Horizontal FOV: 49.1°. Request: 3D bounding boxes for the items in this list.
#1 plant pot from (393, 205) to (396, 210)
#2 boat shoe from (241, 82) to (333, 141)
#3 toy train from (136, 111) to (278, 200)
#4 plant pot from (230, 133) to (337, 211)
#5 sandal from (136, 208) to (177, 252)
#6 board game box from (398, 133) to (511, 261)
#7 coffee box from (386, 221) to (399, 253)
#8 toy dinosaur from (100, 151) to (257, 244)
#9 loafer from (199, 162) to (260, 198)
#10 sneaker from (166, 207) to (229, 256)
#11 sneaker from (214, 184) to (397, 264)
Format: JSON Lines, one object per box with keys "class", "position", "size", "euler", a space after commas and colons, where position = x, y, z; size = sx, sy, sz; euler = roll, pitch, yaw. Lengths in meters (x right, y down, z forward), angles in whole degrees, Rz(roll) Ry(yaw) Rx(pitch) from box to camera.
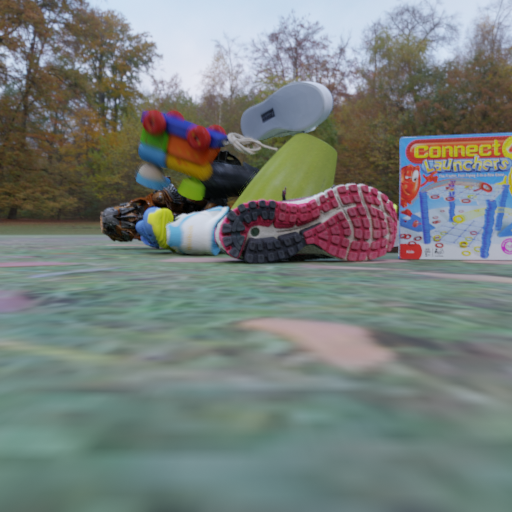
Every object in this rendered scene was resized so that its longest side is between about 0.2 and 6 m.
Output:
{"class": "plant pot", "position": [2.499, -0.612, 11.918], "size": [0.953, 0.865, 0.948], "euler": [0, 12, 16]}
{"class": "boat shoe", "position": [0.748, -2.529, 10.045], "size": [0.991, 0.859, 2.326], "euler": [-14, 4, -34]}
{"class": "toy train", "position": [-0.944, -1.578, 9.757], "size": [2.386, 1.381, 1.010], "euler": [21, 19, 11]}
{"class": "plant pot", "position": [0.666, -1.160, 9.625], "size": [1.602, 1.712, 1.602], "euler": [28, -1, 1]}
{"class": "sandal", "position": [-1.742, -0.429, 9.590], "size": [0.706, 0.644, 1.621], "euler": [11, -13, 3]}
{"class": "board game box", "position": [2.824, -0.781, 7.652], "size": [1.712, 1.676, 0.478], "euler": [0, 3, 14]}
{"class": "coffee box", "position": [1.848, -0.354, 10.171], "size": [1.472, 0.587, 0.842], "euler": [0, 3, -8]}
{"class": "toy dinosaur", "position": [-1.151, -1.020, 12.120], "size": [4.162, 2.126, 2.825], "euler": [-24, -6, -22]}
{"class": "loafer", "position": [-0.155, -1.458, 10.657], "size": [2.056, 0.722, 0.698], "euler": [4, -27, -12]}
{"class": "sneaker", "position": [-0.926, -0.460, 9.543], "size": [0.837, 0.793, 2.073], "euler": [4, 6, 5]}
{"class": "sneaker", "position": [0.677, -0.412, 7.294], "size": [2.473, 0.997, 0.923], "euler": [-1, 1, -14]}
